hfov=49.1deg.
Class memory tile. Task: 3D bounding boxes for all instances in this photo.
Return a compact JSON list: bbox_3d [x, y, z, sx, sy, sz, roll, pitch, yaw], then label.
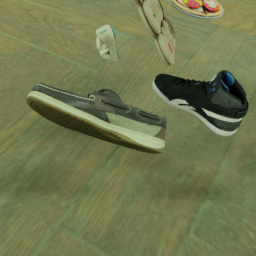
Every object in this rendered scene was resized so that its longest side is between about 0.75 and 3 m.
[{"bbox_3d":[0.613,-2.769,6.584,0.243,2.218,2.893,-23,24,22],"label":"memory tile"}]

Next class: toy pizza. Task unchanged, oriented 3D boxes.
[{"bbox_3d":[1.768,-3.298,7.247,1.532,0.243,1.532,7,48,-8],"label":"toy pizza"}]

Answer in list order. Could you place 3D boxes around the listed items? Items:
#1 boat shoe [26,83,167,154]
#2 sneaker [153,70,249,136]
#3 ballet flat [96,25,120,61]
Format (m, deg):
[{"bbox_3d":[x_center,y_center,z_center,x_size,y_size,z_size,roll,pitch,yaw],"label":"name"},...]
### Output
[{"bbox_3d":[-0.448,-0.282,5.262,2.750,0.983,0.904,22,73,-22],"label":"boat shoe"},{"bbox_3d":[1.639,-0.926,6.276,2.300,1.287,0.840,35,56,20],"label":"sneaker"},{"bbox_3d":[-0.419,-1.601,5.507,0.406,1.168,0.406,-1,75,3],"label":"ballet flat"}]
